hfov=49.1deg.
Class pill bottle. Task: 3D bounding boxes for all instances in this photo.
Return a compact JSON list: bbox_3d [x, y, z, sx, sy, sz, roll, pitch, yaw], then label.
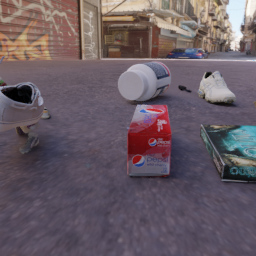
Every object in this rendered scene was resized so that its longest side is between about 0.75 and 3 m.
[{"bbox_3d":[0.751,-2.112,12.721,1.641,1.641,2.745,9,19,27],"label":"pill bottle"}]

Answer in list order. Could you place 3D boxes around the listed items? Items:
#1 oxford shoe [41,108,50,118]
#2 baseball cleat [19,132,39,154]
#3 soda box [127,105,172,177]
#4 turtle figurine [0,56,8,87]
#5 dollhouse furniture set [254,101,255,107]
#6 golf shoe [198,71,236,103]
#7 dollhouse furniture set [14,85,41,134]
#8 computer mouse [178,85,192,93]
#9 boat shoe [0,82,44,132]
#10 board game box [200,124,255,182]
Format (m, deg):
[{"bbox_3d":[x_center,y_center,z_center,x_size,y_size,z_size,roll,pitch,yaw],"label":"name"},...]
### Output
[{"bbox_3d":[-2.982,-0.588,9.960,0.408,0.313,1.085,-7,15,-20],"label":"oxford shoe"},{"bbox_3d":[-2.407,0.327,6.779,0.263,0.401,0.754,3,17,6],"label":"baseball cleat"},{"bbox_3d":[0.525,0.142,6.471,0.845,0.933,2.665,2,17,5],"label":"soda box"},{"bbox_3d":[-4.754,-1.247,9.741,1.325,1.841,1.785,-30,2,42],"label":"turtle figurine"},{"bbox_3d":[5.624,-0.596,8.523,2.172,1.646,2.478,-16,-7,-43],"label":"dollhouse furniture set"},{"bbox_3d":[3.888,-1.844,12.443,1.060,1.317,2.709,-1,18,-12],"label":"golf shoe"},{"bbox_3d":[-3.169,0.108,6.952,1.853,1.468,1.315,-27,55,-33],"label":"dollhouse furniture set"},{"bbox_3d":[3.083,-2.087,15.228,0.382,0.222,1.304,7,20,-16],"label":"computer mouse"},{"bbox_3d":[-2.430,-0.632,6.372,0.901,0.858,2.503,44,12,1],"label":"boat shoe"},{"bbox_3d":[2.760,0.469,6.340,1.844,0.384,2.726,2,17,5],"label":"board game box"}]
